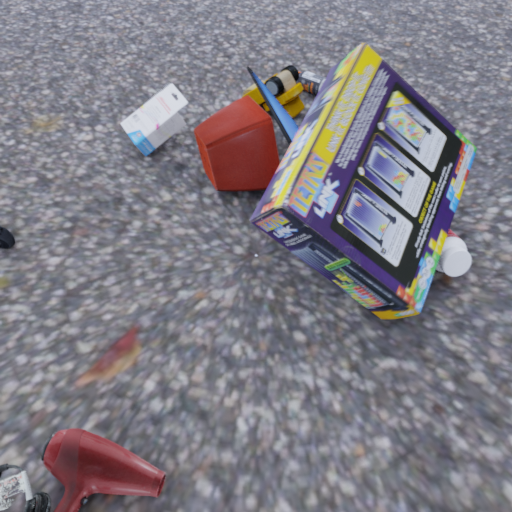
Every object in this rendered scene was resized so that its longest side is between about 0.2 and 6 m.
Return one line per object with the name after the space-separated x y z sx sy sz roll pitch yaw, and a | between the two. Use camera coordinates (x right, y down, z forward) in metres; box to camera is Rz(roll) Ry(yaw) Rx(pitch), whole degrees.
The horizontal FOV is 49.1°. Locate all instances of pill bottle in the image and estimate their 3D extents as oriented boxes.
3.322 -0.137 10.022 0.679 0.679 1.209 -7 28 -7 | pill bottle
1.418 -4.576 14.788 0.937 0.498 0.498 30 52 27 | pill bottle

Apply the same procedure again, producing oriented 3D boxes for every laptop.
1.861 -2.657 11.675 3.530 1.823 3.128 -10 46 -11 | laptop

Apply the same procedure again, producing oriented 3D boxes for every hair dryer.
-2.378 3.188 7.128 2.513 0.683 1.914 -19 66 -13 | hair dryer

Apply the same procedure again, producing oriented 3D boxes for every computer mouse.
-5.359 -0.584 10.443 1.758 0.515 0.299 23 59 -15 | computer mouse

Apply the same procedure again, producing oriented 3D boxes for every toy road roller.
0.505 -3.910 13.981 1.548 1.130 0.951 -8 29 49 | toy road roller

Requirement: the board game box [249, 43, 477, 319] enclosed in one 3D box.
1.941 -1.219 9.353 2.957 1.014 3.577 36 64 -17 | board game box

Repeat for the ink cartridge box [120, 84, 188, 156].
-2.206 -3.081 12.671 1.504 0.510 0.866 -38 59 2 | ink cartridge box

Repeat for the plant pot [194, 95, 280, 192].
-0.434 -2.199 11.611 1.374 1.558 1.559 -19 37 -9 | plant pot
